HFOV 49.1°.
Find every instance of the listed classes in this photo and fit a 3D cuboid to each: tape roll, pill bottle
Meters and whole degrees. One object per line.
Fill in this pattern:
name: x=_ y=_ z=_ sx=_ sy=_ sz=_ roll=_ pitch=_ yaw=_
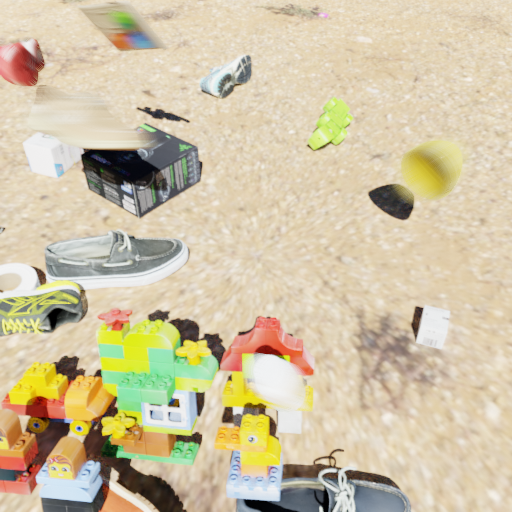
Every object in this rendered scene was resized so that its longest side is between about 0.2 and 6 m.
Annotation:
tape roll: x=-4.365 y=0.608 z=9.883 sx=1.067 sy=0.373 sz=1.067 roll=0 pitch=40 yaw=0
pill bottle: x=0.220 y=1.265 z=5.578 sx=0.399 sy=0.708 sz=0.399 roll=-10 pitch=55 yaw=15

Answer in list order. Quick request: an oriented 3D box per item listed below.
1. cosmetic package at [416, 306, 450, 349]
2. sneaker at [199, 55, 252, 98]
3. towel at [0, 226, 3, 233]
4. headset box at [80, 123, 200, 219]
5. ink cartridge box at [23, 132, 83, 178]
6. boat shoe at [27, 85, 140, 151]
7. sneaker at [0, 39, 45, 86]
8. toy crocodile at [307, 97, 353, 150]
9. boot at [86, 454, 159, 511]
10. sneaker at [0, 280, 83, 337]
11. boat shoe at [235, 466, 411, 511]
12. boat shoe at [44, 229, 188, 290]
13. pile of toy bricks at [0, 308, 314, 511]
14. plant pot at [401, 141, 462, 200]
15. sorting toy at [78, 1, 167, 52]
cosmetic package: x=2.903 y=1.167 z=9.190 sx=0.423 sy=0.424 sz=0.514 roll=13 pitch=42 yaw=15
sneaker: x=-0.887 y=-5.437 z=16.596 sx=0.921 sy=0.828 sz=2.135 roll=19 pitch=44 yaw=25
towel: x=-6.077 y=-0.138 z=10.808 sx=1.669 sy=0.299 sz=1.733 roll=6 pitch=42 yaw=7
headset box: x=-2.470 y=-1.972 z=12.444 sx=1.775 sy=0.945 sz=2.038 roll=29 pitch=49 yaw=30
ink cartridge box: x=-4.729 y=-2.492 z=13.167 sx=0.786 sy=0.789 sz=1.076 roll=14 pitch=42 yaw=16
boat shoe: x=-2.976 y=-2.347 z=9.463 sx=2.643 sy=0.853 sz=0.942 roll=21 pitch=18 yaw=31
sneaker: x=-4.321 y=-3.208 z=9.550 sx=1.041 sy=0.706 sz=1.802 roll=-11 pitch=25 yaw=0
toy crocodile: x=1.920 y=-3.400 z=14.360 sx=0.776 sy=0.710 sz=2.300 roll=42 pitch=41 yaw=-14
boot: x=-1.654 y=3.277 z=6.626 sx=1.874 sy=0.703 sz=1.005 roll=22 pitch=52 yaw=31
sneaker: x=-3.760 y=0.969 z=9.216 sx=1.864 sy=0.694 sz=0.789 roll=-21 pitch=45 yaw=-23
boat shoe: x=0.840 y=3.036 z=6.819 sx=2.181 sy=0.674 sz=0.817 roll=1 pitch=41 yaw=2
boat shoe: x=-2.522 y=0.000 z=10.164 sx=2.589 sy=0.918 sz=0.933 roll=-12 pitch=42 yaw=-14
pile of toy bricks: x=-1.420 y=1.602 z=6.938 sx=4.226 sy=2.086 sz=2.345 roll=1 pitch=21 yaw=7
plant pot: x=3.103 y=-1.568 z=9.563 sx=1.003 sy=1.003 sz=0.712 roll=31 pitch=54 yaw=31
sorting toy: x=-2.662 y=-4.399 z=10.419 sx=1.357 sy=1.822 sz=0.244 roll=12 pitch=76 yaw=29
